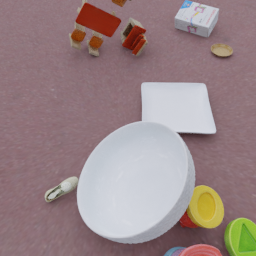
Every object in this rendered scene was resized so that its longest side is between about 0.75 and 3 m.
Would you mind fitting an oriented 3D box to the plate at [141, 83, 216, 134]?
[{"bbox_3d":[1.612,-0.645,9.493,2.323,0.375,2.318,1,51,1],"label":"plate"}]

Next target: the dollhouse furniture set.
[{"bbox_3d":[-0.643,-3.960,10.936,2.746,2.776,1.430,13,45,-32],"label":"dollhouse furniture set"}]

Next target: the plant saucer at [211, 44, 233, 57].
[{"bbox_3d":[3.929,-3.232,11.781,0.903,0.160,0.903,0,50,0],"label":"plant saucer"}]

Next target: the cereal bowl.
[{"bbox_3d":[0.282,1.362,6.907,2.999,1.249,2.999,-20,48,24],"label":"cereal bowl"}]

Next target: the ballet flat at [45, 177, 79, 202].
[{"bbox_3d":[-1.773,1.649,7.441,1.019,0.354,0.354,-33,54,3],"label":"ballet flat"}]

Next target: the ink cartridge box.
[{"bbox_3d":[3.108,-4.945,12.667,1.644,0.696,1.188,25,73,18],"label":"ink cartridge box"}]

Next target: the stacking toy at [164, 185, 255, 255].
[{"bbox_3d":[1.898,2.894,6.518,2.243,1.047,2.478,31,56,-9],"label":"stacking toy"}]
